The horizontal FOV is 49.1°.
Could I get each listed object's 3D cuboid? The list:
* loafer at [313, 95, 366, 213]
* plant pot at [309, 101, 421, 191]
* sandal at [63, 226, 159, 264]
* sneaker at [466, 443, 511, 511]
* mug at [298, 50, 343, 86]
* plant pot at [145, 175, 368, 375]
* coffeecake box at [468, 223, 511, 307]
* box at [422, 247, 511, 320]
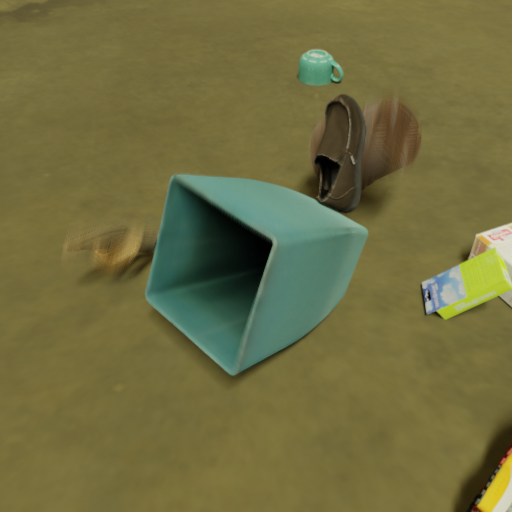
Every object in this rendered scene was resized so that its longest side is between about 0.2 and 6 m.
[{"bbox_3d":[1.348,-1.722,9.287,0.709,1.987,0.725,1,-6,-33],"label":"loafer"},{"bbox_3d":[2.050,-2.016,10.245,1.559,1.559,1.544,-29,9,-30],"label":"plant pot"},{"bbox_3d":[-2.253,-0.122,9.353,1.950,0.783,0.527,3,67,-55],"label":"sandal"},{"bbox_3d":[3.363,2.736,6.738,0.896,0.849,2.180,34,60,27],"label":"sneaker"},{"bbox_3d":[1.880,-5.590,16.508,1.254,0.775,1.030,-4,40,-5],"label":"mug"},{"bbox_3d":[0.264,0.044,8.658,2.956,2.088,2.089,-11,36,-46],"label":"plant pot"},{"bbox_3d":[5.016,0.328,9.479,1.686,0.802,2.196,-16,43,-18],"label":"coffeecake box"},{"bbox_3d":[3.438,0.489,9.219,1.350,0.322,0.823,-32,28,30],"label":"box"}]
